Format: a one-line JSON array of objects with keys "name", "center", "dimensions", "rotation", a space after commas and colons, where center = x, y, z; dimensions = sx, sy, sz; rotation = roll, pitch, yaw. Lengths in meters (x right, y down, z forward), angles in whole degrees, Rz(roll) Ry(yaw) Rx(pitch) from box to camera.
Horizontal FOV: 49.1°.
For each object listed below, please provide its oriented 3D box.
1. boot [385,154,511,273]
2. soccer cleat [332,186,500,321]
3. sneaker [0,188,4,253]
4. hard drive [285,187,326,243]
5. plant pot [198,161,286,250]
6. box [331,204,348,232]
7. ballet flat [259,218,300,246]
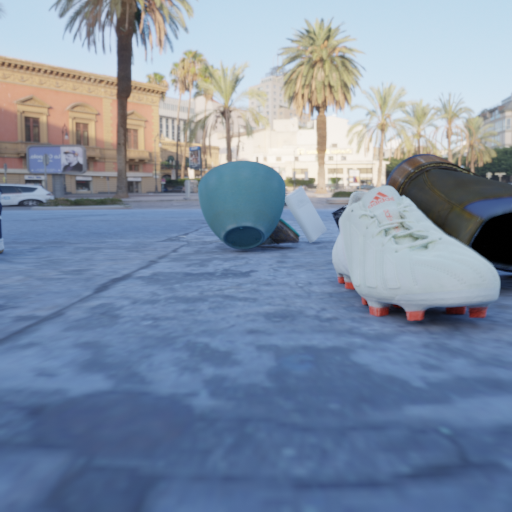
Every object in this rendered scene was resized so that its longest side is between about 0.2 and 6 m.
[{"name": "boot", "center": [3.614, -0.150, 7.108], "dimensions": [3.800, 1.420, 1.842], "rotation": [12, 22, -14]}, {"name": "soccer cleat", "center": [1.476, -0.125, 6.069], "dimensions": [1.133, 1.269, 3.271], "rotation": [-1, 7, -7]}, {"name": "sneaker", "center": [-5.218, -0.657, 10.250], "dimensions": [0.925, 1.432, 2.639], "rotation": [-2, 6, -16]}, {"name": "hard drive", "center": [1.203, -1.011, 13.640], "dimensions": [0.167, 1.254, 0.827], "rotation": [-27, 7, 37]}, {"name": "plant pot", "center": [-0.271, -0.863, 11.424], "dimensions": [1.835, 1.236, 1.835], "rotation": [-2, -32, -1]}, {"name": "box", "center": [2.412, -0.854, 13.522], "dimensions": [0.860, 0.853, 0.530], "rotation": [-28, 8, -23]}, {"name": "ballet flat", "center": [0.047, -0.759, 13.033], "dimensions": [0.889, 0.878, 2.611], "rotation": [40, 3, -43]}]
